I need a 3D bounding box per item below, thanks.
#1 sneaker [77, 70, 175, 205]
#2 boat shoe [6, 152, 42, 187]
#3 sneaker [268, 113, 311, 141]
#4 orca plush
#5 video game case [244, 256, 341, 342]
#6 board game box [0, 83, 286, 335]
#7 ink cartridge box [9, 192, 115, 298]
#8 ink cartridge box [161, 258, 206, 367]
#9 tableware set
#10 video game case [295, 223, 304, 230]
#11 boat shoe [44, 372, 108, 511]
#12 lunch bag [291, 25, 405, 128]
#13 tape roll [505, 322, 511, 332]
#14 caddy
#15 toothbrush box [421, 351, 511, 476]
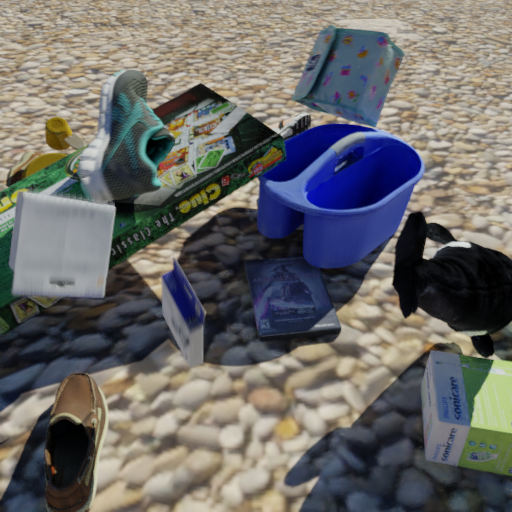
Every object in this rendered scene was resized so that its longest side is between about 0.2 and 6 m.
[{"bbox_3d":[-1.949,-2.005,9.323,1.310,1.114,2.872,-3,58,9],"label":"sneaker"},{"bbox_3d":[-4.749,-1.650,11.906,0.705,0.723,1.910,1,40,-3],"label":"boat shoe"},{"bbox_3d":[0.543,-2.923,13.403,0.861,0.793,2.151,25,45,30],"label":"sneaker"},{"bbox_3d":[2.934,0.100,7.167,1.323,3.721,1.957,-28,57,30],"label":"orca plush"},{"bbox_3d":[0.564,0.666,9.478,1.316,0.175,1.843,-5,40,-7],"label":"video game case"},{"bbox_3d":[-2.428,-1.133,9.712,5.400,0.634,2.829,-33,51,-15],"label":"board game box"},{"bbox_3d":[-2.622,-0.120,7.586,1.290,1.313,0.284,7,1,-40],"label":"ink cartridge box"},{"bbox_3d":[-0.907,0.692,6.806,0.201,0.988,0.986,-16,48,-23],"label":"ink cartridge box"},{"bbox_3d":[-5.073,-1.339,10.879,2.655,0.605,3.942,44,67,8],"label":"tableware set"},{"bbox_3d":[0.924,-0.983,11.509,1.494,0.172,1.361,-2,39,-4],"label":"video game case"},{"bbox_3d":[-2.297,2.215,7.117,0.763,0.764,2.065,-9,40,-10],"label":"boat shoe"},{"bbox_3d":[1.756,-3.742,11.520,1.965,1.674,1.198,27,9,34],"label":"lunch bag"},{"bbox_3d":[4.553,0.860,9.055,1.190,0.416,1.190,0,39,0],"label":"tape roll"},{"bbox_3d":[1.544,-1.397,10.503,2.486,1.846,3.517,33,46,27],"label":"caddy"},{"bbox_3d":[3.138,2.040,7.217,1.818,0.783,1.324,8,32,7],"label":"toothbrush box"}]
